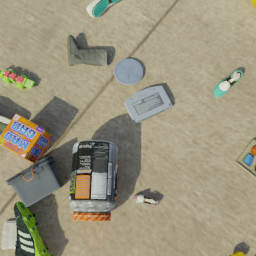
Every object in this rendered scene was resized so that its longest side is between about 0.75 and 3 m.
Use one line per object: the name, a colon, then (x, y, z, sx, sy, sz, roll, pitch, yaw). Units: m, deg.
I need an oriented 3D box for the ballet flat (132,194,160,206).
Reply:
ballet flat: (0.683, 2.690, 10.489, 1.039, 0.370, 0.359, 10, 74, 3)

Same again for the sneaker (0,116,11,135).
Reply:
sneaker: (-5.650, -0.081, 11.051, 2.414, 0.809, 1.084, 19, 70, 2)

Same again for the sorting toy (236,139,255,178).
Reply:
sorting toy: (5.311, 1.424, 10.923, 1.797, 0.241, 1.339, 40, 78, 11)

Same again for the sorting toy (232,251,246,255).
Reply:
sorting toy: (4.700, 5.174, 9.819, 2.513, 0.336, 1.872, 34, 81, 9)

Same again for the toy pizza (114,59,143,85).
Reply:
toy pizza: (0.022, -2.402, 12.065, 1.274, 0.202, 1.274, 0, 73, -1)

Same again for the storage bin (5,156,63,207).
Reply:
storage bin: (-3.325, 2.001, 10.306, 1.817, 1.322, 1.220, -30, 86, -8)

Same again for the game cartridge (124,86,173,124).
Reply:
game cartridge: (0.807, -1.019, 11.603, 1.777, 0.369, 1.183, -24, 71, -7)

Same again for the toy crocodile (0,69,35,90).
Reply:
toy crocodile: (-4.753, -2.089, 11.808, 1.678, 0.518, 0.566, 22, 75, 6)

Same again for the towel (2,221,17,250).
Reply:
towel: (-4.240, 3.901, 10.239, 0.655, 0.170, 0.989, -4, 74, 0)

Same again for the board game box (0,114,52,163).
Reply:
board game box: (-3.889, 0.437, 10.677, 1.259, 1.258, 1.258, 28, 76, 8)

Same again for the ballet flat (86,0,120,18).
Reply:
ballet flat: (-1.026, -5.969, 12.862, 2.275, 0.816, 0.816, -42, 78, -11)

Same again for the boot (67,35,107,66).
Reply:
boot: (-1.744, -3.354, 12.135, 1.669, 0.606, 1.517, -5, 88, 6)

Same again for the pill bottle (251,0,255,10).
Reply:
pill bottle: (6.199, -5.907, 12.555, 1.223, 1.223, 2.347, -16, 75, -5)

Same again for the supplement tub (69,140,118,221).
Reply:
supplement tub: (-1.223, 1.902, 10.044, 1.666, 1.666, 2.718, 2, 74, 1)

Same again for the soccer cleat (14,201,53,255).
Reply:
soccer cleat: (-3.613, 3.911, 9.899, 1.067, 0.889, 2.632, -28, 77, -2)

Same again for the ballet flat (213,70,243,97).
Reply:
ballet flat: (4.203, -1.911, 11.735, 1.564, 0.551, 0.527, -40, 81, -10)
